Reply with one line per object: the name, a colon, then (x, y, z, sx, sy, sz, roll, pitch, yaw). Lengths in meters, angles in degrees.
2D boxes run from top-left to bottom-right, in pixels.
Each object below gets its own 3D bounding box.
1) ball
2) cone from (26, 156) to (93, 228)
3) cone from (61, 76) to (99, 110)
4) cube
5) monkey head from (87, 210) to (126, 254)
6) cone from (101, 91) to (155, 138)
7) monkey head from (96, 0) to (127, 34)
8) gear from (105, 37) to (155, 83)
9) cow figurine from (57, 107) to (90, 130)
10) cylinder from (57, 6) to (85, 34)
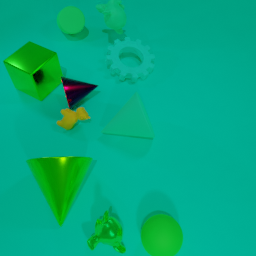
ball: (0.756, 2.418, 6.259, 0.940, 0.940, 0.940, 0, 53, 0)
cone: (-1.677, 1.611, 6.963, 1.649, 1.649, 1.655, -3, 79, -2)
cone: (-1.463, -1.228, 8.919, 1.083, 1.079, 1.079, -15, 54, -10)
cube: (-3.089, -1.896, 9.333, 1.230, 1.230, 1.230, 26, 58, 18)
monkey head: (-0.494, 2.410, 6.298, 0.655, 1.087, 0.782, -16, 11, 37)
cone: (-0.140, -0.132, 8.168, 1.434, 1.429, 1.429, -21, 53, 8)
monkey head: (-0.630, -4.016, 10.023, 1.144, 1.589, 0.958, 5, 83, 18)
gear: (0.088, -2.456, 10.024, 1.737, 0.321, 1.737, 4, 65, -10)
cow figurine: (-1.633, -0.271, 8.465, 0.863, 0.877, 0.481, 28, 16, 10)
cylinder: (-2.265, -4.230, 11.038, 0.996, 0.996, 0.996, -17, 22, -13)
